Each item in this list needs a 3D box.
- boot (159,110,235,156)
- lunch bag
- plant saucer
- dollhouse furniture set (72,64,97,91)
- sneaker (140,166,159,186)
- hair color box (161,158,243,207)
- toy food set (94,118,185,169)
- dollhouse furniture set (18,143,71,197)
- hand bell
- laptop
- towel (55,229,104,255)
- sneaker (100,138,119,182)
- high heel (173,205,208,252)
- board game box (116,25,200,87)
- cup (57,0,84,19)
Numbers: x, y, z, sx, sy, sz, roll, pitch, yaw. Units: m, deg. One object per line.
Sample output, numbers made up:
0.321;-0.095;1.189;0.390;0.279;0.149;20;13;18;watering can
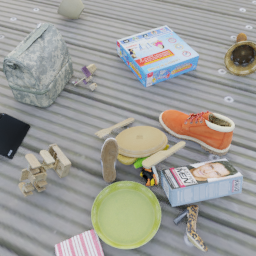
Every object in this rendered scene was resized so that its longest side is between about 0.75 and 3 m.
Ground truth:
2.288;-0.197;9.456;2.617;1.403;0.982;24;57;20;boot
-3.416;-2.473;10.747;1.825;2.197;2.619;17;53;13;lunch bag
-0.050;2.458;7.981;1.966;0.305;1.966;0;52;0;plant saucer
-1.724;-2.060;11.790;0.876;0.978;1.234;-28;16;28;dollhouse furniture set
0.586;1.313;8.852;0.505;0.393;1.123;-12;54;-13;sneaker
2.127;1.565;8.251;2.100;0.637;1.040;-9;25;-8;hair color box
0.354;0.557;9.194;1.916;0.557;2.775;-25;34;-30;toy food set
-2.623;1.146;8.494;1.424;1.248;0.946;-14;49;-45;dollhouse furniture set
5.114;-3.693;12.555;1.528;1.528;2.934;12;41;10;hand bell
-4.619;0.306;9.868;1.713;0.884;1.518;-8;46;27;laptop
-1.285;3.294;7.416;1.169;0.175;0.855;-19;54;-12;towel
-0.587;0.842;8.565;0.514;1.467;0.796;1;25;-8;sneaker
1.945;2.697;7.685;0.869;0.435;1.219;-33;49;-16;high heel
1.248;-3.241;12.312;2.661;0.744;2.605;-22;55;-17;board game box
-2.860;-6.267;14.518;0.993;1.389;1.389;33;52;-14;cup
